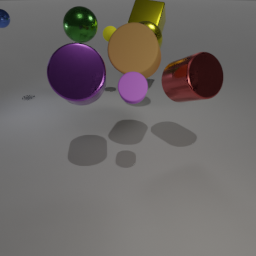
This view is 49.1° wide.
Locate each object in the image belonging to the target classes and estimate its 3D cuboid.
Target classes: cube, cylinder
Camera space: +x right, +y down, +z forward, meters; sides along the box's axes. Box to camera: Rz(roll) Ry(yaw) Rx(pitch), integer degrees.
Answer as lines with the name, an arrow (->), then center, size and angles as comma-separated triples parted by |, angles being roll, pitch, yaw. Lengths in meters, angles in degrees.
cube -> 0.927, -5.046, 13.309 | 1.400, 1.400, 1.400 | 15, -11, 13
cylinder -> -1.273, -1.334, 7.306 | 1.400, 1.400, 1.400 | -2, 0, -5
cylinder -> 0.236, -2.183, 8.210 | 1.400, 1.400, 1.400 | 5, 5, 10
cylinder -> 0.116, -0.967, 6.858 | 0.700, 0.700, 0.700 | 1, 0, 1
cylinder -> 2.004, -1.553, 8.850 | 1.400, 1.400, 1.400 | -14, 7, -25

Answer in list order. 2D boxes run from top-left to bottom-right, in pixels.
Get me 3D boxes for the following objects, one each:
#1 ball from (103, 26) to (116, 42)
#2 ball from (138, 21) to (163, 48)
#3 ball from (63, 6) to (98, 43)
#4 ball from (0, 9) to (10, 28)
ball -> -0.804, -4.289, 12.783 | 0.700, 0.700, 0.700 | 0, 28, 0
ball -> 0.693, -3.572, 11.284 | 1.400, 1.400, 1.400 | 0, 28, 0
ball -> -1.923, -4.178, 11.352 | 1.400, 1.400, 1.400 | 0, 28, 0
ball -> -4.960, -4.262, 10.903 | 0.700, 0.700, 0.700 | 0, 28, 0
